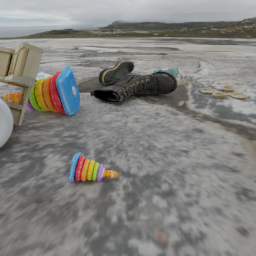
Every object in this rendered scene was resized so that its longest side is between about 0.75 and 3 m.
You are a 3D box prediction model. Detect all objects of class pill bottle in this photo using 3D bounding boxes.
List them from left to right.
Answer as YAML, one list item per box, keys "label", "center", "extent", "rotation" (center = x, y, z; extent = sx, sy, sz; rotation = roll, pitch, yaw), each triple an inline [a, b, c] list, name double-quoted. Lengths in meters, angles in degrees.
- label: "pill bottle"
  center: [-3.842, -0.417, 6.760]
  extent: [1.431, 1.431, 2.620]
  rotation: [-16, 27, -34]

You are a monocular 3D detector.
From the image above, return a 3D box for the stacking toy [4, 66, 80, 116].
- label: "stacking toy"
  center: [-2.804, -1.013, 8.824]
  extent: [2.378, 1.305, 1.380]
  rotation: [-7, 31, 8]

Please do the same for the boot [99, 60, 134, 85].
- label: "boot"
  center: [-0.001, -2.388, 12.812]
  extent: [1.587, 0.889, 2.295]
  rotation: [19, 42, 31]

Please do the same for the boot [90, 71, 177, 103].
- label: "boot"
  center: [0.239, -1.373, 10.189]
  extent: [2.617, 0.906, 2.279]
  rotation: [5, 24, 31]

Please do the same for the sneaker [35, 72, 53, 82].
- label: "sneaker"
  center: [-2.978, -1.684, 11.060]
  extent: [2.119, 0.811, 0.856]
  rotation: [7, 36, 27]

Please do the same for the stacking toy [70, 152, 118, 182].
- label: "stacking toy"
  center: [-0.605, 0.796, 5.159]
  extent: [0.863, 0.474, 0.501]
  rotation: [11, 14, -1]

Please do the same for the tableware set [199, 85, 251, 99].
- label: "tableware set"
  center: [3.771, -1.407, 10.971]
  extent: [1.463, 0.203, 1.752]
  rotation: [-4, 22, -11]

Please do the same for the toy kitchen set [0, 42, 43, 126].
- label: "toy kitchen set"
  center: [-3.704, -1.310, 7.262]
  extent: [2.197, 1.987, 2.435]
  rotation: [14, 0, -31]

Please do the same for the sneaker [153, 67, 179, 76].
- label: "sneaker"
  center: [1.918, -2.879, 14.345]
  extent: [1.364, 0.529, 0.622]
  rotation: [-4, 18, -15]
